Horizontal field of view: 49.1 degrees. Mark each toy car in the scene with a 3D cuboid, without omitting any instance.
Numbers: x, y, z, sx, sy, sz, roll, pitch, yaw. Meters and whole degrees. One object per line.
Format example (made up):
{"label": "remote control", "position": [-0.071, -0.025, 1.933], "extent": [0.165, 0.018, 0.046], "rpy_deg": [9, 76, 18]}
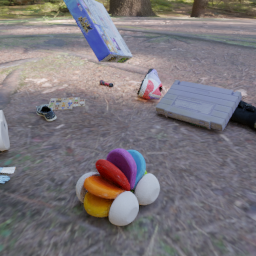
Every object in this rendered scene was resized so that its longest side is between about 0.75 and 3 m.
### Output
{"label": "toy car", "position": [-0.253, 1.196, 6.675], "extent": [1.667, 1.429, 1.905], "rpy_deg": [21, 34, 36]}

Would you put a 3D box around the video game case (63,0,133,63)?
{"label": "video game case", "position": [-0.950, -3.376, 9.711], "extent": [0.534, 2.348, 2.128], "rpy_deg": [-30, -1, 22]}

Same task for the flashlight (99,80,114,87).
{"label": "flashlight", "position": [-1.141, -2.349, 14.797], "extent": [0.805, 0.274, 0.273], "rpy_deg": [18, 33, 32]}

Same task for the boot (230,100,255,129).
{"label": "boot", "position": [5.085, -0.726, 10.942], "extent": [2.350, 0.897, 1.974], "rpy_deg": [-25, 40, -29]}

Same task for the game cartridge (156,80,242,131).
{"label": "game cartridge", "position": [2.712, -0.949, 11.045], "extent": [2.856, 0.548, 1.851], "rpy_deg": [19, 64, 36]}

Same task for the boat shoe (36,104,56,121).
{"label": "boat shoe", "position": [-3.387, -0.704, 11.389], "extent": [0.545, 0.450, 1.457], "rpy_deg": [-27, 34, -23]}

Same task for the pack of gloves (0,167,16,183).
{"label": "pack of gloves", "position": [-3.721, 1.285, 7.873], "extent": [0.894, 0.176, 0.751], "rpy_deg": [-3, 26, -4]}

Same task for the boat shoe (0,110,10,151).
{"label": "boat shoe", "position": [-4.712, 0.177, 9.333], "extent": [1.216, 0.979, 2.623], "rpy_deg": [-16, 23, -18]}

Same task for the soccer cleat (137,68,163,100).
{"label": "soccer cleat", "position": [1.234, -2.130, 13.840], "extent": [1.088, 1.014, 2.972], "rpy_deg": [23, 28, 1]}

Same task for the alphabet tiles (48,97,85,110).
{"label": "alphabet tiles", "position": [-2.745, -1.102, 12.614], "extent": [1.613, 0.061, 1.349], "rpy_deg": [-3, 27, -5]}
